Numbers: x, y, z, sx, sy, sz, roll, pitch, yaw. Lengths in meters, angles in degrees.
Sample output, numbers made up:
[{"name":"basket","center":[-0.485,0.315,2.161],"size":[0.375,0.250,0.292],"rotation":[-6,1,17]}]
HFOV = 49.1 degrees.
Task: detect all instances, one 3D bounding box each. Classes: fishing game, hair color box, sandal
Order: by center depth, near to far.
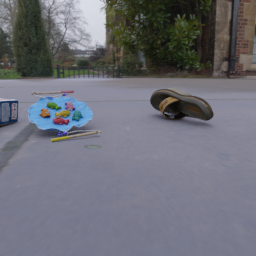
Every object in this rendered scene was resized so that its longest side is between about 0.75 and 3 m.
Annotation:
[{"name":"fishing game","center":[-2.005,-0.544,8.267],"size":[1.931,0.419,2.697],"rotation":[-7,37,-23]},{"name":"hair color box","center":[-4.685,-0.479,8.471],"size":[1.351,0.818,2.702],"rotation":[6,8,10]},{"name":"sandal","center":[1.704,-0.661,9.974],"size":[0.789,1.180,2.889],"rotation":[-48,38,-15]}]

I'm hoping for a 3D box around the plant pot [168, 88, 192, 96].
[{"name":"plant pot","center":[1.999,-1.047,11.431],"size":[1.145,0.769,1.145],"rotation":[21,-6,2]}]
